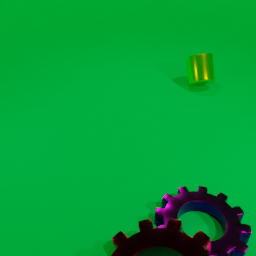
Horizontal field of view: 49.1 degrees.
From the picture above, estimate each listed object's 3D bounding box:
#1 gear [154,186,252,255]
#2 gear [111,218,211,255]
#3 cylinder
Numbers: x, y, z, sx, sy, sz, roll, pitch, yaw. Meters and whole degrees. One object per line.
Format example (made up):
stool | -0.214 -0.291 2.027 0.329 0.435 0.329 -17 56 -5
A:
gear | 1.346 1.798 5.190 1.684 0.311 1.684 0 34 0
gear | 0.455 2.293 4.031 2.010 0.372 2.010 -9 38 7
cylinder | 2.578 -2.066 9.963 0.956 0.956 0.956 -6 0 0
